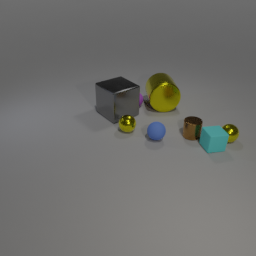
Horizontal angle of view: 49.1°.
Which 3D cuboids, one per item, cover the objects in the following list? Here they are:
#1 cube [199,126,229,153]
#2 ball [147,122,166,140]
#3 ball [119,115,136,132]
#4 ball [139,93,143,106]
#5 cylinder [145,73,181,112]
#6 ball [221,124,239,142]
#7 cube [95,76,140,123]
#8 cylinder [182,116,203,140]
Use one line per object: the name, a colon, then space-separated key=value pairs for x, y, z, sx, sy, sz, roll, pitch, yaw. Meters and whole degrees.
cube: x=3.083 y=0.397 z=10.084 sx=0.700 sy=0.700 sz=0.700 roll=-5 pitch=31 yaw=-12
ball: x=1.067 y=0.107 z=10.503 sx=0.700 sy=0.700 sz=0.700 roll=0 pitch=31 yaw=0
ball: x=-0.025 y=-0.177 z=11.074 sx=0.700 sy=0.700 sz=0.700 roll=0 pitch=31 yaw=0
ball: x=0.362 y=-1.332 z=13.034 sx=0.700 sy=0.700 sz=0.700 roll=0 pitch=31 yaw=0
cylinder: x=1.578 y=-1.648 z=12.861 sx=1.400 sy=1.400 sz=1.400 roll=-3 pitch=31 yaw=-4
ball: x=3.790 y=0.191 z=10.481 sx=0.700 sy=0.700 sz=0.700 roll=0 pitch=31 yaw=0
cube: x=-0.457 y=-1.257 z=12.184 sx=1.400 sy=1.400 sz=1.400 roll=-21 pitch=38 yaw=-31
cylinder: x=2.475 y=0.008 z=10.767 sx=0.700 sy=0.700 sz=0.700 roll=0 pitch=31 yaw=0
